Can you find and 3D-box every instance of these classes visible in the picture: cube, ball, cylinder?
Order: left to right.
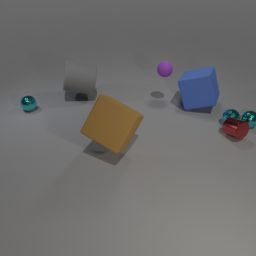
[{"bbox_3d":[-4.417,-1.096,12.459,0.700,0.700,0.700,0,33,0],"label":"ball"},{"bbox_3d":[-2.251,-2.339,12.986,1.400,1.400,1.400,5,31,-15],"label":"cylinder"},{"bbox_3d":[-0.478,-0.149,9.346,1.400,1.400,1.400,30,7,9],"label":"cube"},{"bbox_3d":[1.636,-2.597,12.394,0.700,0.700,0.700,0,33,0],"label":"ball"},{"bbox_3d":[3.178,-1.790,12.466,1.400,1.400,1.400,-7,24,28],"label":"cube"},{"bbox_3d":[4.210,-0.426,11.429,0.700,0.700,0.700,0,33,0],"label":"ball"},{"bbox_3d":[4.094,-0.004,10.658,0.700,0.700,0.700,-16,22,-23],"label":"cylinder"},{"bbox_3d":[4.934,-0.358,11.327,0.700,0.700,0.700,0,33,0],"label":"ball"}]
